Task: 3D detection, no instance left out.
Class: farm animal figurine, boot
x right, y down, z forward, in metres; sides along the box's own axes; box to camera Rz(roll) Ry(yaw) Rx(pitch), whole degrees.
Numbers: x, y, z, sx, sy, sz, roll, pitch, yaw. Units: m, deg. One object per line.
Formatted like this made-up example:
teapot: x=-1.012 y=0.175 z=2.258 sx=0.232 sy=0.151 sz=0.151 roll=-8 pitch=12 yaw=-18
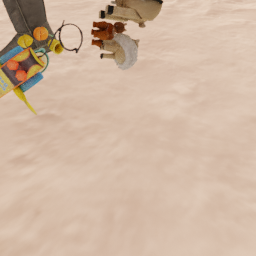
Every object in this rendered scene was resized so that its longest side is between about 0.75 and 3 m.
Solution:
farm animal figurine: x=0.098 y=-2.921 z=6.216 sx=1.413 sy=2.710 sz=2.680 roll=3 pitch=31 yaw=-16
boot: x=-3.019 y=-2.921 z=7.320 sx=2.105 sy=2.316 sz=0.840 roll=-23 pitch=18 yaw=-6

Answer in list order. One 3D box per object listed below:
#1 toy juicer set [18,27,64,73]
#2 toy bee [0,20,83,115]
toy juicer set: x=-2.285 y=-1.663 z=6.682 sx=0.442 sy=1.034 sz=1.625 roll=36 pitch=83 yaw=26
toy bee: x=-2.064 y=-1.072 z=5.013 sx=1.557 sy=2.378 sz=1.293 roll=34 pitch=20 yaw=-13
